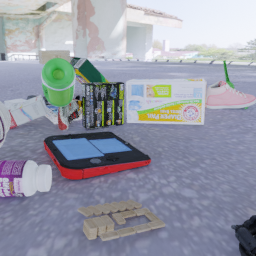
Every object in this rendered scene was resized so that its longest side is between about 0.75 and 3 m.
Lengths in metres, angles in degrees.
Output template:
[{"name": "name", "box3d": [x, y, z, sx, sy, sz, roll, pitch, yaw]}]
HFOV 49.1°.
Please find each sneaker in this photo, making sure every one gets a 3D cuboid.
[{"name": "sneaker", "box3d": [-1.996, -0.556, 9.657, 0.732, 0.693, 1.781, 6, 36, -5]}, {"name": "sneaker", "box3d": [4.422, -1.477, 12.012, 2.159, 1.129, 0.813, -4, 25, 5]}]

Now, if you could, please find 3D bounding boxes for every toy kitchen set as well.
[{"name": "toy kitchen set", "box3d": [-3.874, -2.651, 13.971, 1.419, 2.408, 1.929, -11, 20, -34]}]

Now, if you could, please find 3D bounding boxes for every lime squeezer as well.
[{"name": "lime squeezer", "box3d": [4.855, -1.825, 13.171, 0.539, 1.009, 2.858, -18, 58, 13]}]

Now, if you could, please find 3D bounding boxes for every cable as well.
[{"name": "cable", "box3d": [2.483, 1.586, 3.430, 2.102, 0.534, 1.715, -1, 17, -5]}]

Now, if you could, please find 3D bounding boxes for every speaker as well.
[{"name": "speaker", "box3d": [-2.010, -1.246, 8.171, 0.932, 0.932, 2.107, -4, -10, -13]}]

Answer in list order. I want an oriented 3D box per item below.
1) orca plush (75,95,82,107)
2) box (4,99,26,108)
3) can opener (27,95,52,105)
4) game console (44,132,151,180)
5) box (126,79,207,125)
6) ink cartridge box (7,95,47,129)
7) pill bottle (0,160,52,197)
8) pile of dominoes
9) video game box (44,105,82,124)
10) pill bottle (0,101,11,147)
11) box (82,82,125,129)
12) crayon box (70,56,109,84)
[{"name": "orca plush", "box3d": [-2.112, -1.029, 11.728, 0.930, 0.629, 1.768, -15, 23, -40]}, {"name": "box", "box3d": [-4.513, -0.870, 11.434, 0.759, 0.496, 0.755, -16, 23, -41]}, {"name": "can opener", "box3d": [-3.563, -1.041, 11.860, 2.181, 0.574, 0.725, 12, 23, 36]}, {"name": "game console", "box3d": [-0.879, 0.552, 7.069, 2.112, 0.371, 2.388, -9, 20, -26]}, {"name": "box", "box3d": [1.364, -0.974, 9.897, 2.658, 1.495, 1.347, 1, 13, 13]}, {"name": "ink cartridge box", "box3d": [-3.549, -0.575, 9.717, 1.361, 0.564, 0.992, -22, 21, -8]}, {"name": "pill bottle", "box3d": [-2.086, 0.945, 5.261, 1.200, 0.674, 0.674, -1, 17, -1]}, {"name": "pile of dominoes", "box3d": [-0.140, 1.498, 4.512, 1.181, 0.188, 0.921, 0, 15, -30]}, {"name": "video game box", "box3d": [-2.416, -0.600, 10.634, 1.385, 0.324, 1.262, -13, 32, -36]}, {"name": "pill bottle", "box3d": [-3.751, 0.149, 6.225, 1.631, 1.631, 2.905, 0, 16, -1]}, {"name": "box", "box3d": [-0.813, -0.781, 9.388, 1.441, 1.492, 0.354, -9, 18, -30]}, {"name": "crayon box", "box3d": [-1.941, -2.518, 14.118, 0.755, 2.234, 2.590, -50, 32, -6]}]
